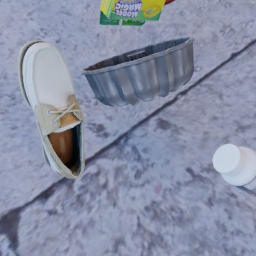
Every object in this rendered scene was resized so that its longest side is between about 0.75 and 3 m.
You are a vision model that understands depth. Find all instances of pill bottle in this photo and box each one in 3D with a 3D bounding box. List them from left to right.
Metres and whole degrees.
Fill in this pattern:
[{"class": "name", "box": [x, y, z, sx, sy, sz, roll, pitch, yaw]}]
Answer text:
[{"class": "pill bottle", "box": [2.217, 0.796, 5.249, 1.341, 0.743, 0.743, 29, 68, -31]}]

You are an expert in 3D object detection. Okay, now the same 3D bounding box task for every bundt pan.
[{"class": "bundt pan", "box": [0.289, -1.204, 6.262, 2.565, 2.565, 0.963, -19, 109, -6]}]

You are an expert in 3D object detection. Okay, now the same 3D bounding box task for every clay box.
[{"class": "clay box", "box": [0.272, -3.213, 5.895, 1.381, 2.404, 0.572, -12, 48, -31]}]

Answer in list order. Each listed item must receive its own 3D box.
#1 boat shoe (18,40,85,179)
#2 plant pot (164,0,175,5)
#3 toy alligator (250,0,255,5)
[{"class": "boat shoe", "box": [-1.318, -0.263, 5.497, 1.049, 2.806, 0.960, -26, 35, -29]}, {"class": "plant pot", "box": [1.198, -4.143, 7.962, 1.138, 1.003, 1.139, -39, 101, -26]}, {"class": "toy alligator", "box": [2.960, -3.973, 7.357, 0.472, 0.432, 1.593, -37, 90, 2]}]
